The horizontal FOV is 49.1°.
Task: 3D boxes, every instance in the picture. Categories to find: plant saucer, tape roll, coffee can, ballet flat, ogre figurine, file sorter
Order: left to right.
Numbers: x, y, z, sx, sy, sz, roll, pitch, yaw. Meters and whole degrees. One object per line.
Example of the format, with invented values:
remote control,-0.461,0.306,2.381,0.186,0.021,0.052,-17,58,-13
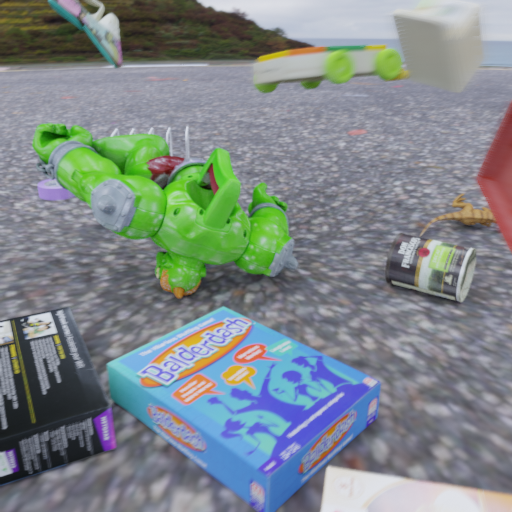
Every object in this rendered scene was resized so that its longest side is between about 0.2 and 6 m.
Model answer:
tape roll,-4.435,-1.505,12.568,0.856,0.281,0.856,1,23,0
ballet flat,-2.565,-3.694,8.847,1.631,0.580,0.564,45,-6,8
file sorter,-2.547,-2.473,13.673,1.883,1.173,1.307,-2,23,-4
ogre figurine,-1.093,-0.786,8.469,4.258,2.089,2.553,38,10,-33
coffee can,2.535,0.157,8.144,1.083,0.792,0.792,15,28,29
plant saucer,2.635,-0.667,5.417,0.232,1.263,1.261,-11,60,-2

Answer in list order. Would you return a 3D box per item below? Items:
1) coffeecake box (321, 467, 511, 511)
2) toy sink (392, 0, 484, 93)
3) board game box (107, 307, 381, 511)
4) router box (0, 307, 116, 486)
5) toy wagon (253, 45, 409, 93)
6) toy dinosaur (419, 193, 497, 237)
coffeecake box,1.230,2.207,3.714,1.693,0.618,1.299,5,24,11
toy sink,2.524,-3.016,7.655,0.853,1.309,0.733,30,80,36
board game box,-0.157,1.380,5.727,2.251,0.506,1.712,20,31,38
router box,-2.500,1.355,5.722,1.616,0.553,2.167,-11,26,-24
toy wagon,1.555,-3.549,10.610,3.213,0.636,2.493,-14,18,-29
toy dinosaur,3.934,-0.769,10.576,1.843,0.557,0.979,1,25,3
